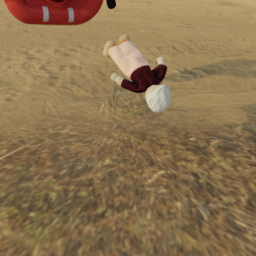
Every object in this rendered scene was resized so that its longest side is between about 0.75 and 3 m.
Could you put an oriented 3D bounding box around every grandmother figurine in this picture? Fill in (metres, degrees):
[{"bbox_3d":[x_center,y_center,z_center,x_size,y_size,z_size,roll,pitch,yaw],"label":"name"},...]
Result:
[{"bbox_3d":[0.292,-1.206,6.199,1.282,0.640,2.114,-29,62,-2],"label":"grandmother figurine"}]

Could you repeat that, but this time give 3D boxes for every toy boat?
[{"bbox_3d":[-2.037,-4.119,8.112,2.948,1.924,1.927,-10,8,-27],"label":"toy boat"}]

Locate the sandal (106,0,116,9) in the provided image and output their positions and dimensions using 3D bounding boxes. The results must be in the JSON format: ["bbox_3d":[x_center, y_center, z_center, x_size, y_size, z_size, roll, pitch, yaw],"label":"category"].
[{"bbox_3d":[-0.710,-4.951,10.225,0.475,1.250,0.268,-24,45,5],"label":"sandal"}]
